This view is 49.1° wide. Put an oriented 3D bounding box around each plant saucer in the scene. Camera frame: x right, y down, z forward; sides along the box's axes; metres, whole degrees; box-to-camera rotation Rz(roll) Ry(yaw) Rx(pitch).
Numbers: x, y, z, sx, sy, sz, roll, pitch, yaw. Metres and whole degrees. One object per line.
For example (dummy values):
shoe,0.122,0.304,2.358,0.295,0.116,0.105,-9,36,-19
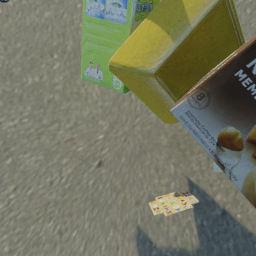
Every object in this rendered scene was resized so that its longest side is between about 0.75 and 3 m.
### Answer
plant saucer,1.269,-1.334,5.283,2.572,2.572,0.623,-48,51,5

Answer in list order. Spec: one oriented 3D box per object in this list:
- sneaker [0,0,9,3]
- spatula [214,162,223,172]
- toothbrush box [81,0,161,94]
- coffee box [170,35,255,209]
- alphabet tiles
sneaker,-2.239,-3.192,6.011,1.918,1.041,0.672,-5,83,-24
spatula,2.891,-0.086,6.513,1.668,0.193,2.399,4,76,11
toothbrush box,0.125,-2.286,5.566,1.146,1.939,2.663,22,122,26
coffee box,2.269,0.176,4.231,2.879,1.147,1.646,49,126,-1
alphabet tiles,0.770,1.286,4.831,0.770,0.925,0.029,-16,94,-3
